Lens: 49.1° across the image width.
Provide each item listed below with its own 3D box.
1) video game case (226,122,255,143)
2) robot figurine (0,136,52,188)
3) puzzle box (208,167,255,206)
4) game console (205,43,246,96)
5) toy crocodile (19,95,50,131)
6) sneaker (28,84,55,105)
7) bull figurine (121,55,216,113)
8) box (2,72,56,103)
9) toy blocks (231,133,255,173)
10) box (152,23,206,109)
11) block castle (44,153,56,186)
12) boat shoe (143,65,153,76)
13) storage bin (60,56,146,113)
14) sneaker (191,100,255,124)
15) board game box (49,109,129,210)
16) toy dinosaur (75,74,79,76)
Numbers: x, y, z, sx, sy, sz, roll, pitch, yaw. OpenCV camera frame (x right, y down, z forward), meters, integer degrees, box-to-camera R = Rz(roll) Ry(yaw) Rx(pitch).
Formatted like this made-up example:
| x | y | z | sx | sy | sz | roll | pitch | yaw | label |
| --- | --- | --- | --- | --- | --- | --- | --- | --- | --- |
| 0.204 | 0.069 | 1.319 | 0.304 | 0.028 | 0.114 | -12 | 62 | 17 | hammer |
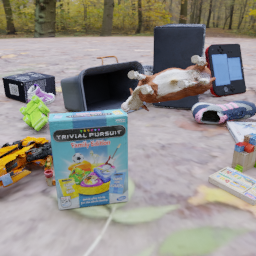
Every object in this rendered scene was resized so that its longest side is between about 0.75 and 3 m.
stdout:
| x | y | z | sx | sy | sz | roll | pitch | yaw | label |
| --- | --- | --- | --- | --- | --- | --- | --- | --- | --- |
| 3.924 | 0.171 | 8.239 | 1.697 | 0.187 | 1.547 | 2 | 22 | 5 | video game case |
| -2.555 | 0.753 | 6.140 | 1.504 | 0.604 | 2.074 | 3 | 21 | 30 | robot figurine |
| 2.323 | 1.173 | 5.847 | 0.712 | 0.136 | 1.071 | -17 | 28 | -35 | puzzle box |
| 4.382 | -2.597 | 12.452 | 2.003 | 2.265 | 0.352 | -9 | 3 | -21 | game console |
| -3.004 | -0.487 | 9.292 | 0.782 | 0.715 | 2.315 | -46 | 34 | -3 | toy crocodile |
| -3.420 | -1.358 | 11.138 | 0.546 | 0.859 | 1.507 | 5 | 21 | 15 | sneaker |
| 0.459 | -0.548 | 3.699 | 1.348 | 0.439 | 0.819 | -15 | -8 | 17 | bull figurine |
| -4.228 | -1.800 | 12.096 | 1.559 | 0.931 | 1.586 | 16 | 27 | 34 | box |
| 2.899 | 0.502 | 6.580 | 1.205 | 0.824 | 0.602 | -14 | 26 | -30 | toy blocks |
| 2.117 | -2.625 | 11.372 | 1.846 | 2.978 | 2.927 | 6 | 23 | 16 | box |
| -1.504 | 0.840 | 6.242 | 0.650 | 0.456 | 0.972 | -4 | 23 | -9 | block castle |
| 0.815 | -1.732 | 11.951 | 0.977 | 1.128 | 2.646 | 1 | -7 | 2 | boat shoe |
| -1.035 | -1.540 | 10.367 | 2.892 | 2.105 | 1.943 | -21 | 20 | -41 | storage bin |
| 3.187 | -0.411 | 9.119 | 2.112 | 0.741 | 0.866 | -4 | 29 | 6 | sneaker |
| -0.676 | 0.586 | 5.126 | 1.329 | 1.760 | 0.413 | -5 | 22 | -11 | board game box |
| -1.772 | -2.847 | 14.945 | 2.531 | 0.765 | 1.344 | 3 | 21 | 7 | toy dinosaur |
